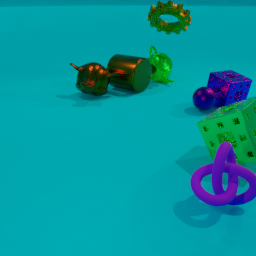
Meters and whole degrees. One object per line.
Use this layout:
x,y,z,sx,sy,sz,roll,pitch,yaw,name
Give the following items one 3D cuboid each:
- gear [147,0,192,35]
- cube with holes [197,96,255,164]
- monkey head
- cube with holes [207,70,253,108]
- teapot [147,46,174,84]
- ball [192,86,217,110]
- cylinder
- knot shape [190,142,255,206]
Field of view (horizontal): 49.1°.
1.623,-4.307,11.036,1.683,0.311,1.683,13,-13,3,gear
2.421,0.070,6.147,1.083,1.083,1.083,-29,7,-39,cube with holes
-1.273,-1.807,10.015,1.967,1.186,1.415,11,1,1,monkey head
3.355,-1.297,9.473,0.978,0.978,0.978,-12,35,-25,cube with holes
1.394,-2.612,11.988,1.265,2.034,0.996,-19,-13,-24,teapot
2.473,-0.959,9.071,0.772,0.772,0.772,0,26,0,ball
0.044,-2.166,11.001,1.325,1.325,1.325,17,31,32,cylinder
1.759,0.927,4.881,1.100,1.175,0.543,37,-14,-8,knot shape
